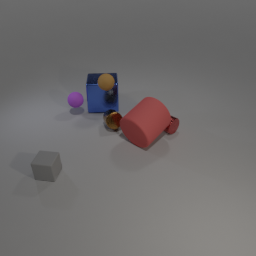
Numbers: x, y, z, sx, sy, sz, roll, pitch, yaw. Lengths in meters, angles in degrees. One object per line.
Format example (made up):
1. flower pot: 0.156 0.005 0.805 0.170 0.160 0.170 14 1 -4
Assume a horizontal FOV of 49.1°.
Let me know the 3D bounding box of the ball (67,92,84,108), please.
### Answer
1. ball: -2.299 -1.235 12.284 0.700 0.700 0.700 0 33 0

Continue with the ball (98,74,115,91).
1. ball: -0.906 -1.901 11.608 0.700 0.700 0.700 0 33 0

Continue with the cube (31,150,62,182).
1. cube: -2.645 1.239 9.147 0.700 0.700 0.700 5 34 8

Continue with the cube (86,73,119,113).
1. cube: -1.164 -1.654 12.999 1.400 1.400 1.400 -2 31 -3

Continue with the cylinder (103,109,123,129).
1. cylinder: -0.623 -0.370 11.517 0.700 0.700 0.700 -9 16 -13

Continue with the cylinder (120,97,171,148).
1. cylinder: 0.651 -0.219 10.483 1.400 1.400 1.400 27 57 35

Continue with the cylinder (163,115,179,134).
1. cylinder: 1.611 -0.193 11.403 0.700 0.700 0.700 28 42 37
